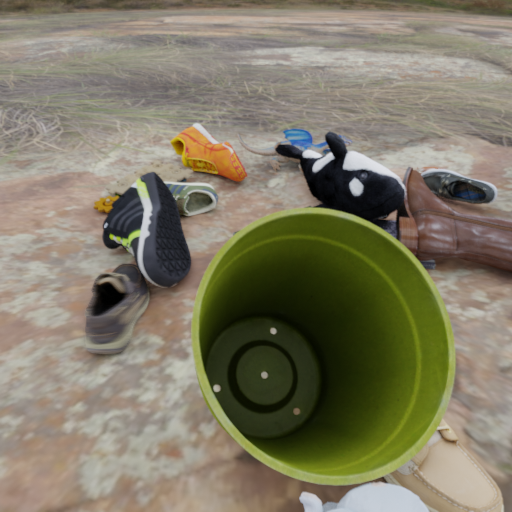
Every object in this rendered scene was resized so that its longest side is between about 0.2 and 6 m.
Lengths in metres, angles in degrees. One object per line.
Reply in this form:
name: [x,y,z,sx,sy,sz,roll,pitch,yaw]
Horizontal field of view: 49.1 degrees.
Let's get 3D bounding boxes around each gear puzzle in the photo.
gear puzzle: [-2.833,-1.611,13.865,1.433,0.362,2.766,19,38,27]

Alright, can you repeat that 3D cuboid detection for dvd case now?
dvd case: [2.943,-0.296,11.754,1.379,0.148,1.855,5,31,7]

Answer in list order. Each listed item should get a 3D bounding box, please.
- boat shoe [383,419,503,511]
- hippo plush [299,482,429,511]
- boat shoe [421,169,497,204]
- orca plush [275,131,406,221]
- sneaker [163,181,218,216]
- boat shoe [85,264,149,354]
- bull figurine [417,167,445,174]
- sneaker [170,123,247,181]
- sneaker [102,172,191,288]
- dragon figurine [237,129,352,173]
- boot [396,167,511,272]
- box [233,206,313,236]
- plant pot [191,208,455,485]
boat shoe: [1.848,2.162,6.826,0.950,0.892,2.578,-20,36,-30]
hippo plush: [0.671,2.728,5.041,2.141,1.722,1.705,-15,34,-24]
boat shoe: [4.723,-1.651,13.373,1.940,0.666,0.549,19,22,36]
orca plush: [1.493,-1.581,12.642,1.554,2.300,4.371,-40,42,-5]
sneaker: [-1.836,-1.285,12.882,2.031,0.681,0.912,-6,26,-17]
boat shoe: [-2.303,0.683,9.410,0.839,0.826,2.252,-1,30,-2]
bull figurine: [4.465,-2.134,14.443,0.958,0.312,0.582,5,16,30]
sneaker: [-1.264,-2.569,15.045,1.179,1.116,3.057,-39,41,-13]
sneaker: [-2.302,-0.346,11.218,1.502,1.301,3.628,-29,32,7]
dragon figurine: [1.075,-2.962,15.557,3.035,0.893,1.509,10,32,15]
boot: [4.522,-0.701,11.407,3.205,1.029,2.987,7,44,10]
box: [1.019,0.152,10.059,1.931,1.015,2.358,-22,35,-32]
plant pot: [0.409,1.187,6.465,2.656,2.557,2.656,5,68,-13]
